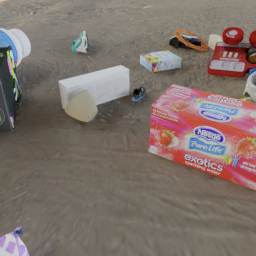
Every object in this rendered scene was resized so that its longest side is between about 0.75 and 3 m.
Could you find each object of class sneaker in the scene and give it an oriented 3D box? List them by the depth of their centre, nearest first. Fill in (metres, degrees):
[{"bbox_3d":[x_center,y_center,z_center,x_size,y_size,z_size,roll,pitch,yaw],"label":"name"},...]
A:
[{"bbox_3d":[0.343,-1.111,8.741,0.275,0.322,0.776,16,37,20],"label":"sneaker"},{"bbox_3d":[-2.175,-3.901,12.687,0.712,0.693,1.789,-8,34,3],"label":"sneaker"},{"bbox_3d":[2.629,-3.894,12.780,1.465,0.555,0.641,-4,39,-6],"label":"sneaker"}]

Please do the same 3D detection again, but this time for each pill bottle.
[{"bbox_3d":[-4.820,-2.678,10.023,1.523,1.523,2.713,14,37,21],"label":"pill bottle"}]

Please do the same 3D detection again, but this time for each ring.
[{"bbox_3d":[2.883,-4.009,12.824,1.702,0.163,1.702,15,41,-14],"label":"ring"}]

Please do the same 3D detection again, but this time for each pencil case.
[{"bbox_3d":[-2.109,2.052,3.486,1.882,0.790,0.805,-23,13,-23],"label":"pencil case"}]

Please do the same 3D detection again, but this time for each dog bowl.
[{"bbox_3d":[4.538,-1.229,8.385,2.008,0.589,2.008,-10,33,7],"label":"dog bowl"}]

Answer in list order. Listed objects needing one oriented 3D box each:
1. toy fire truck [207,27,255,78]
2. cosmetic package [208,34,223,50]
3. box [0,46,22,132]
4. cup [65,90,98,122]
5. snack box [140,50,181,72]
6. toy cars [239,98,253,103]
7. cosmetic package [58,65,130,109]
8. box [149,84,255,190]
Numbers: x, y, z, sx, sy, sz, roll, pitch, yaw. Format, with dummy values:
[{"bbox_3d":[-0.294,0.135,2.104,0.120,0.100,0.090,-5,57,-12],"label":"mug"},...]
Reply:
[{"bbox_3d":[4.241,-2.563,10.338,2.304,1.292,1.935,12,59,18],"label":"toy fire truck"},{"bbox_3d":[4.050,-3.805,12.613,0.376,0.557,1.058,-6,35,-12],"label":"cosmetic package"},{"bbox_3d":[-3.782,-1.070,7.491,1.363,1.629,2.193,-6,34,-9],"label":"box"},{"bbox_3d":[-1.172,-0.517,7.523,0.602,0.842,0.842,44,48,12],"label":"cup"},{"bbox_3d":[1.252,-2.622,10.926,1.273,0.431,1.073,-12,35,-20],"label":"snack box"},{"bbox_3d":[3.363,-0.587,7.990,0.565,0.279,1.261,13,36,20],"label":"toy cars"},{"bbox_3d":[-0.954,-1.203,8.383,2.119,0.875,0.537,-21,40,-29],"label":"cosmetic package"},{"bbox_3d":[1.852,0.117,6.001,2.596,1.294,1.240,19,38,25],"label":"box"}]
